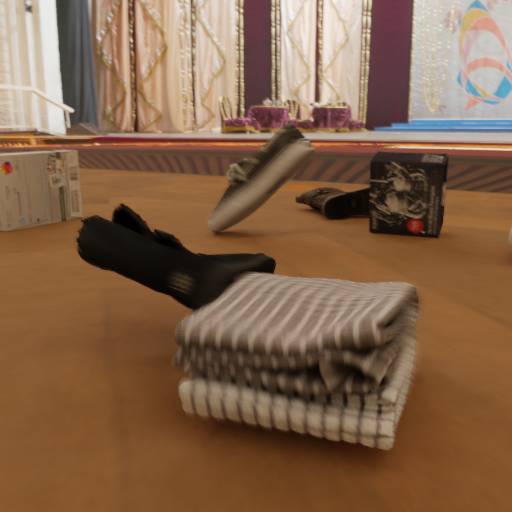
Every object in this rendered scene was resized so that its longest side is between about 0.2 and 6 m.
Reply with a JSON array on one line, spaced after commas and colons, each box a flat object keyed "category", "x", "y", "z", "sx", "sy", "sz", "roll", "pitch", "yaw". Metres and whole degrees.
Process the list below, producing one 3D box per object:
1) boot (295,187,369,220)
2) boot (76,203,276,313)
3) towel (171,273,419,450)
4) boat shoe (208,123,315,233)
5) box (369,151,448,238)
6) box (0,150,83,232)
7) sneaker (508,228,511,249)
[{"category": "boot", "x": 2.083, "y": -1.332, "z": 12.798, "sx": 2.060, "sy": 0.713, "sz": 1.794, "roll": -5, "pitch": 15, "yaw": -11}, {"category": "boot", "x": -0.747, "y": 0.040, "z": 5.752, "sx": 1.570, "sy": 0.713, "sz": 1.868, "roll": 25, "pitch": 8, "yaw": 17}, {"category": "towel", "x": 0.408, "y": 0.624, "z": 4.388, "sx": 1.567, "sy": 0.810, "sz": 1.893, "roll": 4, "pitch": 11, "yaw": 21}, {"category": "boat shoe", "x": -0.084, "y": -1.442, "z": 10.332, "sx": 0.829, "sy": 2.427, "sz": 0.896, "roll": 52, "pitch": 19, "yaw": 13}, {"category": "box", "x": 2.800, "y": -1.145, "z": 10.360, "sx": 1.293, "sy": 1.420, "sz": 0.739, "roll": 6, "pitch": 27, "yaw": 23}, {"category": "box", "x": -4.411, "y": -1.363, "z": 11.342, "sx": 0.388, "sy": 1.470, "sz": 1.886, "roll": 7, "pitch": 16, "yaw": 30}, {"category": "sneaker", "x": 4.826, "y": -0.268, "z": 8.559, "sx": 1.427, "sy": 0.785, "sz": 1.949, "roll": 18, "pitch": 20, "yaw": 36}]
